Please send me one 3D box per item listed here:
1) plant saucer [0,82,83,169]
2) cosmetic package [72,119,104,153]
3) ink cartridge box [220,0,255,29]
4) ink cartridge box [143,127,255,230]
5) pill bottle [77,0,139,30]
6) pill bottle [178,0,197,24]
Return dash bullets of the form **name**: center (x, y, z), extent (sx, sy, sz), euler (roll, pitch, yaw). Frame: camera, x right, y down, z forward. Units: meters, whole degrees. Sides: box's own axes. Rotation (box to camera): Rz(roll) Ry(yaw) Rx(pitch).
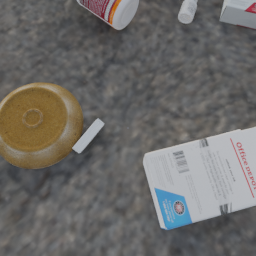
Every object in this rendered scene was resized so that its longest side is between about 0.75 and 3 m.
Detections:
- **plant saucer**: center (-2.440, -0.191, 7.363), extent (2.482, 0.439, 2.482), euler (0, 71, 0)
- **cosmetic package**: center (-1.021, 0.210, 7.219), extent (0.247, 0.402, 0.975), euler (40, 75, -6)
- **ink cartridge box**: center (3.615, -3.998, 8.577), extent (1.189, 0.675, 1.631), euler (16, 71, 5)
- **ink cartridge box**: center (2.002, 1.148, 6.599), extent (2.965, 0.989, 1.717), euler (-13, 71, -5)
- **pill bottle**: center (-0.776, -3.897, 8.235), extent (2.015, 1.138, 1.138), euler (36, 74, 8)
- **pill bottle**: center (1.853, -3.654, 8.575), extent (0.459, 0.459, 0.803), euler (18, 72, 6)
